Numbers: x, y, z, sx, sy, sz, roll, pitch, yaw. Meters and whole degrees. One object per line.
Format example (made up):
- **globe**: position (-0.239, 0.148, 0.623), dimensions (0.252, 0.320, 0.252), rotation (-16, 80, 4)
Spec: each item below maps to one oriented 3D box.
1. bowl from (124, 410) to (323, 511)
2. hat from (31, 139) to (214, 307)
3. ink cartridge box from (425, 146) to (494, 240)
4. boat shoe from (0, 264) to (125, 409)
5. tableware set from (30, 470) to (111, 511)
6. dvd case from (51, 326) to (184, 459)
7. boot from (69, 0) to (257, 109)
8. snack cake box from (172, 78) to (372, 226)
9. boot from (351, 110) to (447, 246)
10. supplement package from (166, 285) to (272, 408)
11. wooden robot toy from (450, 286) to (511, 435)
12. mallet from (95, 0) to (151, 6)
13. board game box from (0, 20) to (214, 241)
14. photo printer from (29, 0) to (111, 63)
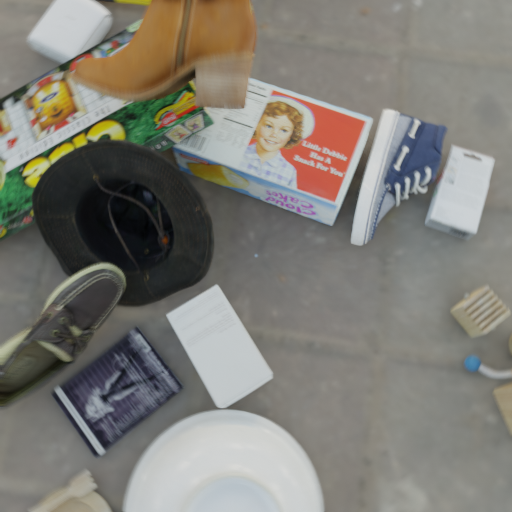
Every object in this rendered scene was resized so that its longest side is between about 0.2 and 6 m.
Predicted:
- **bowl**: position (-0.331, 3.125, 6.557), dimensions (2.539, 1.141, 2.539), rotation (2, 76, -6)
- **hat**: position (-1.676, -0.567, 7.686), dimensions (2.576, 2.576, 1.039), rotation (17, 34, 5)
- **ink cartridge box**: position (3.023, -0.943, 8.307), dimensions (0.685, 0.316, 1.257), rotation (19, 74, 6)
- **boat shoe**: position (-2.563, 1.099, 7.308), dimensions (2.323, 0.850, 0.753), rotation (-46, 35, 0)
- **tableware set**: position (-1.518, 3.985, 6.873), dimensions (2.346, 0.326, 2.808), rotation (-16, 74, -5)
- **dvd case**: position (-1.878, 1.830, 7.605), dimensions (1.455, 0.116, 1.082), rotation (-38, 77, -10)
- **boot**: position (-1.166, -2.828, 6.795), dimensions (2.408, 0.923, 1.870), rotation (9, 111, 17)
- **snack cake box**: position (0.232, -1.617, 8.196), dimensions (2.509, 0.843, 1.443), rotation (21, 75, 8)
- **boot**: position (2.075, -1.088, 8.078), dimensions (0.997, 0.803, 2.207), rotation (16, 74, 10)
- **supplement package**: position (-0.466, 1.215, 7.415), dimensions (0.801, 0.804, 1.370), rotation (-30, 76, -7)
- **wooden robot toy**: position (3.694, 1.695, 6.990), dimensions (1.337, 1.377, 3.035), rotation (-19, 75, -5)
- **mallet**: position (-2.220, -4.151, 9.219), dimensions (2.362, 0.486, 0.778), rotation (4, 78, 6)
- **board game box**: position (-2.742, -1.770, 8.027), dimensions (3.910, 0.459, 2.048), rotation (-29, 69, 2)
- **photo printer**: position (-2.961, -3.668, 9.046), dimensions (0.944, 0.394, 1.135), rotation (28, 76, 8)
